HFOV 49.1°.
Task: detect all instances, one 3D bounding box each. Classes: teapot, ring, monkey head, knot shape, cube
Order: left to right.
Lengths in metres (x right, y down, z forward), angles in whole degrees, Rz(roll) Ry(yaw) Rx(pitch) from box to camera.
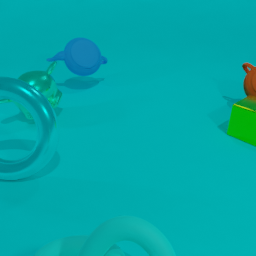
[{"bbox_3d":[-2.217,0.040,5.107,1.929,1.929,0.386,1,13,2],"label":"ring"},{"bbox_3d":[-2.492,-0.916,7.361,1.883,1.135,1.355,-43,28,-23],"label":"monkey head"},{"bbox_3d":[-1.579,-2.243,9.081,1.999,1.243,0.979,-2,-8,-26],"label":"teapot"},{"bbox_3d":[-0.322,1.671,2.715,1.563,0.722,1.462,-11,44,24],"label":"knot shape"},{"bbox_3d":[2.951,-0.184,6.572,0.817,0.817,0.817,-24,38,-36],"label":"cube"},{"bbox_3d":[3.662,-1.090,7.574,1.060,1.705,0.835,-34,-9,1],"label":"teapot"}]
